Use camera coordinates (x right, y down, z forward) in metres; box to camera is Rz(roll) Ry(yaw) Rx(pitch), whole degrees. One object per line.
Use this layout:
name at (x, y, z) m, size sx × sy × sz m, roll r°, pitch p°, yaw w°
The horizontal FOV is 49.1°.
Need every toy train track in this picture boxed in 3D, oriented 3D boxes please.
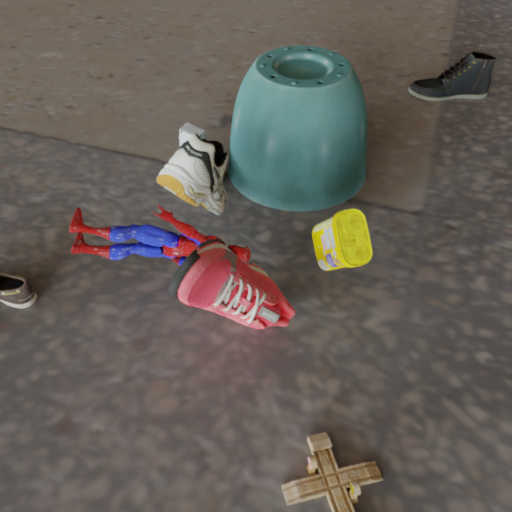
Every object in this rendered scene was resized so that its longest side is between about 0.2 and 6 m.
toy train track at (1.218, 3.443, 7.446) m, size 1.427 × 0.405 × 2.489 m, roll -11°, pitch 45°, yaw -11°

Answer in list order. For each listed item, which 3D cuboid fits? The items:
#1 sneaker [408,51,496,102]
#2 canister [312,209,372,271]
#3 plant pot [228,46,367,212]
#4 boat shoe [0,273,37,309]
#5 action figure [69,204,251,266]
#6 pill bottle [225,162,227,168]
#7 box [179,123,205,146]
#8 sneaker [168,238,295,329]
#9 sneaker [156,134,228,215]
sneaker at (5.490, -5.109, 15.780) m, size 2.296 × 1.220 × 0.859 m, roll -4°, pitch 44°, yaw -4°
canister at (1.480, -0.242, 9.939) m, size 0.566 × 1.307 × 0.971 m, roll -10°, pitch 87°, yaw -14°
plant pot at (0.964, -3.046, 12.598) m, size 3.312 × 2.658 × 3.312 m, roll 0°, pitch 44°, yaw 0°
boat shoe at (-4.907, 0.542, 10.400) m, size 1.661 × 0.494 × 0.597 m, roll 11°, pitch 45°, yaw 11°
action figure at (-1.667, -0.250, 10.190) m, size 3.188 × 1.043 × 0.824 m, roll 11°, pitch 44°, yaw -6°
pill bottle at (-1.181, -1.857, 12.695) m, size 0.787 × 0.787 × 1.421 m, roll 8°, pitch 44°, yaw 9°
box at (-1.557, -2.856, 13.596) m, size 0.536 × 0.534 × 0.351 m, roll 28°, pitch 53°, yaw 14°
sneaker at (-0.195, 0.572, 8.915) m, size 1.258 × 2.900 × 1.069 m, roll 35°, pitch 97°, yaw 28°
sneaker at (-0.815, -1.403, 9.637) m, size 0.946 × 2.501 × 1.096 m, roll 33°, pitch 94°, yaw 4°
